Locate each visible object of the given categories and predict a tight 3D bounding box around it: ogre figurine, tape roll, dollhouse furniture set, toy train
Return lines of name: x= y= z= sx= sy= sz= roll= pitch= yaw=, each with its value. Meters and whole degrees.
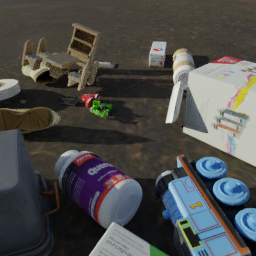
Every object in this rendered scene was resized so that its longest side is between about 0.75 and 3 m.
ogre figurine: x=-0.939 y=-0.679 z=9.797 sx=0.621 sy=0.509 sz=1.037 roll=18 pitch=46 yaw=6
tape roll: x=-5.257 y=-1.429 z=10.819 sx=2.064 sy=0.377 sz=2.064 roll=-5 pitch=25 yaw=2
dollhouse furniture set: x=-2.442 y=-3.273 z=11.998 sx=2.674 sy=1.894 sz=2.911 roll=24 pitch=27 yaw=6
toy train: x=1.520 y=1.652 z=5.443 sx=1.630 sy=1.237 sz=2.853 roll=-13 pitch=34 yaw=-9

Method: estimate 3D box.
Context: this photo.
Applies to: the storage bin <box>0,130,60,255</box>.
storage bin: x=-2.380 y=1.234 z=5.641 sx=1.809 sy=1.670 sz=2.486 roll=-10 pitch=34 yaw=-16

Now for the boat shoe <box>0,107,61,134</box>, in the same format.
boat shoe: x=-3.350 y=-0.198 z=8.813 sx=2.445 sy=0.882 sz=0.794 roll=-6 pitch=-4 yaw=11

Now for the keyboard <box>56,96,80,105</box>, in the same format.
keyboard: x=-2.254 y=-1.074 z=10.714 sx=0.885 sy=0.091 sz=0.562 roll=9 pitch=39 yaw=19

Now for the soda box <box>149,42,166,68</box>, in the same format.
soda box: x=1.579 y=-3.888 z=14.713 sx=0.758 sy=0.709 sz=2.227 roll=5 pitch=32 yaw=8

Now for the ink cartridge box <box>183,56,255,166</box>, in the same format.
ink cartridge box: x=3.435 y=-0.553 z=8.068 sx=2.111 sy=2.101 sz=2.905 roll=-27 pitch=41 yaw=-36

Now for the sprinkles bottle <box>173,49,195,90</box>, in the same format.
sprinkles bottle: x=2.517 y=-2.707 z=12.565 sx=0.979 sy=0.979 sz=2.868 roll=4 pitch=32 yaw=6

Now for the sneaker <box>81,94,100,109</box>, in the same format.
sneaker: x=-1.494 y=-0.977 z=10.438 sx=0.647 sy=0.439 sz=1.120 roll=0 pitch=19 yaw=16

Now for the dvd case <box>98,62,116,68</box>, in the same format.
dvd case: x=-1.118 y=-3.193 z=14.201 sx=0.914 sy=0.073 sz=0.680 roll=4 pitch=32 yaw=8

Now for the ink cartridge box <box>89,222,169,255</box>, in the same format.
ink cartridge box: x=-0.184 y=2.594 z=3.879 sx=1.458 sy=0.826 sz=1.990 roll=26 pitch=44 yaw=17

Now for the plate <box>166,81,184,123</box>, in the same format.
plate: x=1.456 y=-0.744 z=8.607 sx=0.201 sy=1.246 sz=1.243 roll=12 pitch=0 yaw=1

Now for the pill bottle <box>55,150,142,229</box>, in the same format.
pill bottle: x=-0.730 y=1.234 z=6.137 sx=1.986 sy=1.117 sz=1.117 roll=27 pitch=41 yaw=36

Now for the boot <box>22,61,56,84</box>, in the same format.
boot: x=-3.539 y=-2.689 z=12.752 sx=2.119 sy=0.764 sz=1.639 roll=-28 pitch=40 yaw=-28
